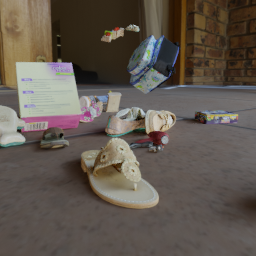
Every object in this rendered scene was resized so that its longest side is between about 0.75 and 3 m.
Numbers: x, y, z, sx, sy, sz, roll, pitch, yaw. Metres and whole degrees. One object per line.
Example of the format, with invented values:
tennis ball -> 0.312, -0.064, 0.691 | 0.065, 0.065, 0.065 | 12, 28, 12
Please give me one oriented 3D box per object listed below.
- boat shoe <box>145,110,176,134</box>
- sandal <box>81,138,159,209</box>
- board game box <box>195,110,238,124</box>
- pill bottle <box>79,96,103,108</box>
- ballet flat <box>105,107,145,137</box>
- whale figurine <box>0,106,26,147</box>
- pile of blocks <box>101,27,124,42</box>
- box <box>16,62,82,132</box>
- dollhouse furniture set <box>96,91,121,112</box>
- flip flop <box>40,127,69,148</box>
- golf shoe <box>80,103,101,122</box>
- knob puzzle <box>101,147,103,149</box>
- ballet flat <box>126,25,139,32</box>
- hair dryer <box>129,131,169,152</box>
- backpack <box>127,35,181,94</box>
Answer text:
boat shoe -> 1.297, -0.300, 10.763 | 0.836, 0.891, 2.416 | -2, 9, 22
sandal -> -0.373, 0.646, 5.877 | 1.063, 0.954, 2.899 | -5, 13, -25
board game box -> 4.073, -0.513, 13.010 | 1.530, 0.434, 1.265 | -2, 13, -10
pill bottle -> -2.260, -1.556, 17.163 | 0.853, 0.853, 1.466 | 8, 13, 34
ballet flat -> 0.168, -0.327, 10.858 | 0.917, 0.906, 2.693 | 8, 14, 33
whale figurine -> -4.185, 0.092, 9.176 | 1.658, 1.082, 2.084 | -9, 38, -47
pile of blocks -> -0.797, -4.985, 14.583 | 0.663, 0.502, 1.616 | 30, 45, 22
box -> -3.193, -1.258, 11.088 | 2.183, 2.481, 1.200 | -5, -25, -22
dollhouse furniture set -> -1.366, -1.823, 16.333 | 1.605, 1.109, 1.700 | -5, 36, -25
flip flop -> -2.338, 0.226, 8.879 | 0.840, 0.596, 2.070 | -3, 12, -14
golf shoe -> -2.022, -0.618, 13.249 | 0.914, 0.752, 1.996 | -17, 5, 22
knob puzzle -> -0.259, 0.651, 7.191 | 0.870, 0.121, 0.870 | 22, -2, 1
ballet flat -> 0.233, -5.320, 14.844 | 0.962, 0.300, 0.324 | 25, 47, 39
hair dryer -> 0.645, 0.342, 8.714 | 1.257, 0.448, 1.650 | 3, 11, 19
backpack -> 0.683, -2.049, 9.070 | 1.216, 1.515, 1.655 | 29, -35, -16
